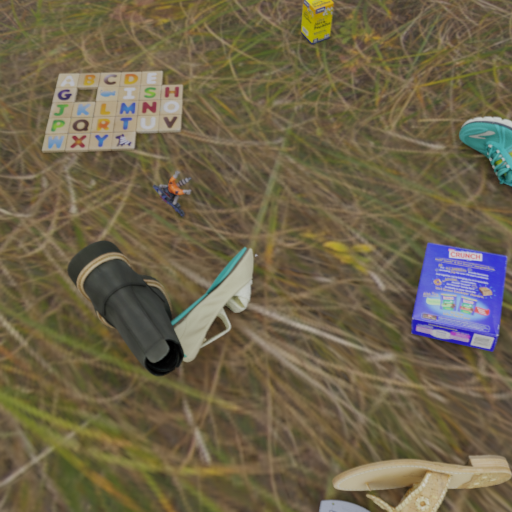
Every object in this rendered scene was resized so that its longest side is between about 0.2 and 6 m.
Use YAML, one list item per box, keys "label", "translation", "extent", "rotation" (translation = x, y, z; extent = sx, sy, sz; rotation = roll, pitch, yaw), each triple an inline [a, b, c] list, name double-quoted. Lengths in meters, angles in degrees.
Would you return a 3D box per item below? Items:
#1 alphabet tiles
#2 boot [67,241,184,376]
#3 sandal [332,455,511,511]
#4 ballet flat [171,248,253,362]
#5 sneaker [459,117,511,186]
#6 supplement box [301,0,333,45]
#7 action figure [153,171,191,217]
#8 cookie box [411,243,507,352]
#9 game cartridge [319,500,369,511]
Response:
- label: "alphabet tiles"
  translation: [-3.393, -3.559, 13.620]
  extent: [3.186, 0.120, 2.663]
  rotation: [-2, 57, -1]
- label: "boot"
  translation: [-1.682, 1.237, 8.870]
  extent: [1.158, 2.989, 2.067]
  rotation: [-41, 65, -4]
- label: "sandal"
  translation: [2.623, 3.659, 8.451]
  extent: [2.791, 1.024, 0.918]
  rotation: [-2, 49, -7]
- label: "ballet flat"
  translation: [-0.668, 0.894, 10.203]
  extent: [0.926, 0.926, 2.666]
  rotation: [30, 50, 18]
- label: "sneaker"
  translation: [5.576, -2.126, 12.230]
  extent: [2.641, 1.023, 1.052]
  rotation: [38, 74, 22]
- label: "supplement box"
  translation: [1.601, -6.258, 14.775]
  extent: [0.586, 1.077, 0.590]
  rotation: [-25, 61, -14]
- label: "action figure"
  translation: [-1.678, -1.310, 11.847]
  extent: [0.900, 0.870, 0.471]
  rotation: [50, 48, -15]
- label: "cookie box"
  translation: [3.793, 0.727, 10.448]
  extent: [1.490, 0.654, 1.741]
  rotation: [11, 58, 18]
- label: "game cartridge"
  translation: [1.399, 4.139, 8.669]
  extent: [0.891, 0.182, 0.593]
  rotation: [13, 62, 8]
